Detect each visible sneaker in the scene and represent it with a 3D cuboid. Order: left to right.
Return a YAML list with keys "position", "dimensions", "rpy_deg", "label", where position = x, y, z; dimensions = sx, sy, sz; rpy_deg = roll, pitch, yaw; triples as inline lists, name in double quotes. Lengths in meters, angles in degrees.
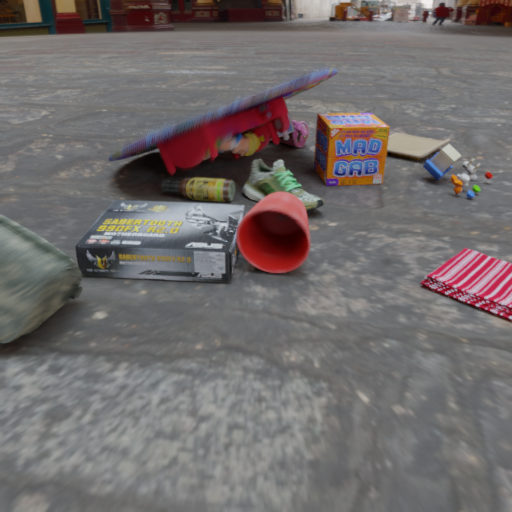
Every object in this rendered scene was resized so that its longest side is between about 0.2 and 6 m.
- position: [0.508, -1.465, 11.462]
  dimensions: [2.060, 0.913, 0.792]
  rpy_deg: [24, 34, 38]
  label: "sneaker"

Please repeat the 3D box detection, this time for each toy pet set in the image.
- position: [4.428, -1.784, 12.678]
  dimensions: [1.302, 0.740, 1.394]
  rpy_deg: [47, 47, 10]
  label: "toy pet set"

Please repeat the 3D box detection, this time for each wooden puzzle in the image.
- position: [4.072, -2.926, 15.060]
  dimensions: [1.765, 0.329, 1.633]
  rpy_deg: [15, 31, 36]
  label: "wooden puzzle"

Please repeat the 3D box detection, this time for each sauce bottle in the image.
- position: [-1.233, -1.414, 11.878]
  dimensions: [1.521, 0.492, 0.492]
  rpy_deg: [3, 27, 11]
  label: "sauce bottle"

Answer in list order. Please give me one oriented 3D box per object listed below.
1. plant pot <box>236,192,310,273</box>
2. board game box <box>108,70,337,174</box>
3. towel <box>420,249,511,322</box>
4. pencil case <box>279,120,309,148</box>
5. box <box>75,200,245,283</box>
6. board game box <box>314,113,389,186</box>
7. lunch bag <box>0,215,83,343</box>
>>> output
- position: [0.350, -0.461, 9.125]
  dimensions: [1.182, 1.182, 1.046]
  rpy_deg: [5, 29, 9]
  label: "plant pot"
- position: [-0.594, -2.761, 13.109]
  dimensions: [5.606, 1.092, 4.429]
  rpy_deg: [-22, 11, -5]
  label: "board game box"
- position: [3.845, 0.473, 8.431]
  dimensions: [2.212, 0.249, 1.599]
  rpy_deg: [23, 34, 38]
  label: "towel"
- position: [0.656, -3.546, 15.677]
  dimensions: [1.753, 0.726, 0.759]
  rpy_deg: [25, 13, 36]
  label: "pencil case"
- position: [-1.504, -0.302, 9.539]
  dimensions: [2.475, 0.598, 1.961]
  rpy_deg: [3, 28, 5]
  label: "box"
- position: [2.167, -2.492, 13.010]
  dimensions: [1.343, 1.343, 1.344]
  rpy_deg: [-2, 27, -7]
  label: "board game box"
- position: [-3.375, 0.161, 7.550]
  dimensions: [1.754, 1.222, 1.471]
  rpy_deg: [31, 8, 3]
  label: "lunch bag"
